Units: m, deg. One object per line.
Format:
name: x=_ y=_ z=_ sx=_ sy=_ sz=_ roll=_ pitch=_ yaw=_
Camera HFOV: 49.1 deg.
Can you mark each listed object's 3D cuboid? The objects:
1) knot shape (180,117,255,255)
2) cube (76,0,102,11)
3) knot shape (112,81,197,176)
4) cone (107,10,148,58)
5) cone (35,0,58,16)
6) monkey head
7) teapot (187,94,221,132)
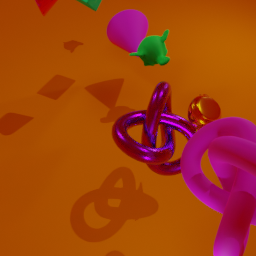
knot shape: x=1.400 y=0.661 z=3.830 sx=0.939 sy=2.033 sz=1.902 roll=-5 pitch=44 yaw=-10
cube: x=-1.195 y=-4.061 z=8.133 sx=0.823 sy=0.823 sz=0.823 roll=32 pitch=102 yaw=7
knot shape: x=0.571 y=0.121 z=5.930 sx=1.953 sy=0.965 sz=2.088 roll=-16 pitch=90 yaw=-38
cone: x=0.145 y=-2.631 z=8.631 sx=1.375 sy=1.375 sz=1.380 roll=-11 pitch=56 yaw=-8
cone: x=-1.803 y=-3.345 z=6.783 sx=0.948 sy=0.944 sz=0.944 roll=-22 pitch=55 yaw=-2
monkey head: x=0.749 y=-2.158 z=7.858 sx=1.335 sy=0.804 sz=0.960 roll=-34 pitch=31 yaw=-5
teapot: x=1.525 y=-0.323 z=5.741 sx=0.701 sy=0.552 sz=1.127 roll=19 pitch=61 yaw=-11
